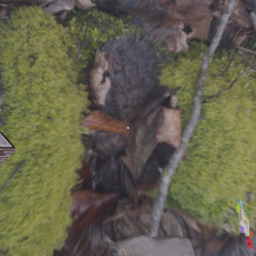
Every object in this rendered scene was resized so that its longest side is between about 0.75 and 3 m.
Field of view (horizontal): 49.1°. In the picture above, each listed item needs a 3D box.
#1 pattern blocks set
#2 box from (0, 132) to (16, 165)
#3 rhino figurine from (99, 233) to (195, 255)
[{"bbox_3d":[2.490,2.005,6.028,0.079,0.972,0.854,-23,93,27],"label":"pattern blocks set"},{"bbox_3d":[-2.518,0.625,4.517,1.272,0.637,0.477,-42,86,-2],"label":"box"},{"bbox_3d":[0.248,2.538,5.419,2.522,0.754,1.103,15,108,-28],"label":"rhino figurine"}]
